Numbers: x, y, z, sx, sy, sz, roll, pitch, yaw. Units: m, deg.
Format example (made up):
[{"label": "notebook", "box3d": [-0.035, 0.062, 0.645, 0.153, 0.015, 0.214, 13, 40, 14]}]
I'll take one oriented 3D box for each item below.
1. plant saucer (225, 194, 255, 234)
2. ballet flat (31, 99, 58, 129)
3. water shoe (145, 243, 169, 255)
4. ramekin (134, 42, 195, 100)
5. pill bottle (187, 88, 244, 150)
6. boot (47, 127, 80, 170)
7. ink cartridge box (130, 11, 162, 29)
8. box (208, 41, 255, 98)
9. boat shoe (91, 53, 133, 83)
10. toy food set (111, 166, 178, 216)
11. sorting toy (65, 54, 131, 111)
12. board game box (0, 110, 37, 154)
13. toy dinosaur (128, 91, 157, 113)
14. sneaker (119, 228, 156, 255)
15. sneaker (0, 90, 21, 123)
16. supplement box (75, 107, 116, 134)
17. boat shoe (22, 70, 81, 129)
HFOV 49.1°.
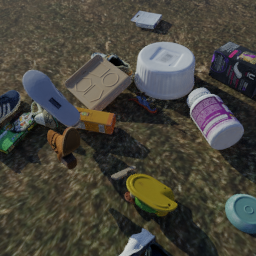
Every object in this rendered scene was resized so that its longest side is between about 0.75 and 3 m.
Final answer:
[{"label": "plant saucer", "box3d": [3.910, 2.717, 9.138, 1.384, 0.249, 1.384, 0, 47, 0]}, {"label": "ballet flat", "box3d": [-3.648, -0.626, 11.869, 0.798, 0.719, 2.119, -15, 49, -23]}, {"label": "water shoe", "box3d": [1.149, 4.056, 7.509, 0.730, 0.806, 2.043, -30, 54, -25]}, {"label": "ramekin", "box3d": [1.794, -2.863, 13.488, 2.969, 1.447, 2.969, 0, 47, 0]}, {"label": "pill bottle", "box3d": [3.385, -0.468, 11.300, 1.410, 1.410, 2.511, -13, 49, -12]}, {"label": "boot", "box3d": [-2.141, 0.392, 9.133, 0.658, 1.715, 1.332, -28, 51, -29]}, {"label": "ink cartridge box", "box3d": [1.183, -6.967, 18.046, 1.611, 0.327, 1.607, 19, 50, 16]}, {"label": "box", "box3d": [5.375, -2.844, 13.404, 1.322, 1.524, 2.493, -34, 56, -28]}, {"label": "boat shoe", "box3d": [-0.818, -3.277, 14.183, 2.860, 0.978, 1.069, 34, 56, 27]}, {"label": "toy food set", "box3d": [0.553, 2.236, 9.368, 2.227, 0.727, 1.310, 31, 30, 23]}, {"label": "sorting toy", "box3d": [-1.416, -2.070, 13.081, 2.332, 0.459, 2.519, -43, 62, -8]}, {"label": "board game box", "box3d": [-4.639, 0.113, 11.478, 1.113, 0.249, 2.124, 17, 50, 21]}, {"label": "toy dinosaur", "box3d": [0.800, -1.084, 12.644, 0.680, 1.295, 1.176, 0, 65, -46]}, {"label": "sneaker", "box3d": [0.196, 3.527, 8.307, 1.343, 0.500, 0.585, -26, 42, -31]}, {"label": "sneaker", "box3d": [-5.626, -0.952, 11.921, 1.018, 1.148, 2.716, 14, 48, 13]}, {"label": "supplement box", "box3d": [-1.555, -0.325, 11.630, 1.998, 0.687, 0.665, 12, 55, 7]}, {"label": "boat shoe", "box3d": [-2.955, -1.076, 11.053, 2.914, 0.957, 1.048, 39, 75, 6]}]
